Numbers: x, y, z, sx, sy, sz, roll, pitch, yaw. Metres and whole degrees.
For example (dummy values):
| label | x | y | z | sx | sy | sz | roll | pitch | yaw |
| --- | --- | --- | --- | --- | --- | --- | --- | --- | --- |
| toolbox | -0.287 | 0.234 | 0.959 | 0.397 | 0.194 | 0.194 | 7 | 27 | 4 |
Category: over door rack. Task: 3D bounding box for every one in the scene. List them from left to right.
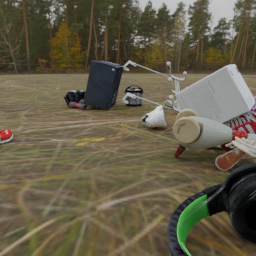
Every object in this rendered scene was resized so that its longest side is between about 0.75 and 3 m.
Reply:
| label | x | y | z | sx | sy | sz | roll | pitch | yaw |
| --- | --- | --- | --- | --- | --- | --- | --- | --- | --- |
| over door rack | 1.281 | -1.876 | 12.008 | 2.924 | 0.974 | 2.160 | 10 | 54 | -10 |

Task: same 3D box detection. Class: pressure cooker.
| label | x | y | z | sx | sy | sz | roll | pitch | yaw |
| --- | --- | --- | --- | --- | --- | --- | --- | --- | --- |
| pressure cooker | 0.311 | -1.625 | 14.025 | 0.876 | 0.997 | 0.890 | -10 | 16 | -35 |

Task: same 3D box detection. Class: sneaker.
| label | x | y | z | sx | sy | sz | roll | pitch | yaw |
| --- | --- | --- | --- | --- | --- | --- | --- | --- | --- |
| sneaker | -3.579 | 0.171 | 7.565 | 0.486 | 0.536 | 1.262 | 3 | 14 | 14 |
| sneaker | 0.866 | -0.377 | 9.710 | 0.827 | 0.648 | 1.664 | -11 | 7 | 7 |
| sneaker | 2.955 | -0.161 | 7.271 | 2.240 | 1.260 | 0.798 | -2 | 24 | -8 |

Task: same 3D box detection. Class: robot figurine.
| label | x | y | z | sx | sy | sz | roll | pitch | yaw |
| --- | --- | --- | --- | --- | --- | --- | --- | --- | --- |
| robot figurine | -2.568 | -1.460 | 13.819 | 0.924 | 0.767 | 1.230 | 10 | 13 | 27 |

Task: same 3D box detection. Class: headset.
| label | x | y | z | sx | sy | sz | roll | pitch | yaw |
| --- | --- | --- | --- | --- | --- | --- | --- | --- | --- |
| headset | 1.806 | 0.848 | 3.046 | 2.873 | 1.350 | 1.774 | -15 | 18 | -12 |

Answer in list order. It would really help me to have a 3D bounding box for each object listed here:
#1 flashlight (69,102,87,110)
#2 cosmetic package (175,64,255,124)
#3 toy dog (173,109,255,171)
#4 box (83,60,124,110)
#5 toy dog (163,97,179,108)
| label | x | y | z | sx | sy | sz | roll | pitch | yaw |
| --- | --- | --- | --- | --- | --- | --- | --- | --- | --- |
| flashlight | -2.350 | -1.020 | 13.071 | 0.925 | 0.313 | 0.314 | 16 | 7 | 36 |
| cosmetic package | 2.247 | -0.749 | 7.169 | 1.442 | 1.190 | 1.189 | -28 | -1 | 33 |
| toy dog | 1.903 | 0.417 | 6.187 | 2.274 | 1.095 | 1.499 | 28 | 24 | 32 |
| box | -1.127 | -2.111 | 13.421 | 1.263 | 2.037 | 2.003 | 14 | 15 | 2 |
| toy dog | 2.076 | -1.232 | 13.543 | 0.624 | 0.456 | 0.946 | -10 | 17 | -36 |
